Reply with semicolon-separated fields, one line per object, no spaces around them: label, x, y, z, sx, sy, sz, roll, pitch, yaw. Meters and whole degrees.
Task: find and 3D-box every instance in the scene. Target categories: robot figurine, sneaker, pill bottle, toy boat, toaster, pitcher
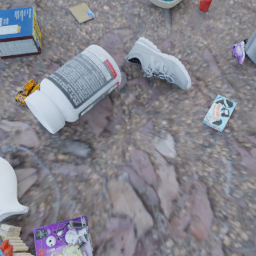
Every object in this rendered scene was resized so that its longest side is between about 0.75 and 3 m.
robot figurine;-3.299;-1.152;9.247;0.697;0.280;0.962;26;66;14
sneaker;1.008;-1.962;9.444;1.055;0.962;2.574;-46;63;-6
pill bottle;-1.647;-1.179;8.550;2.691;1.532;1.532;-42;70;-19
toy boat;2.156;-5.530;10.957;2.599;1.208;2.185;27;66;13
sneaker;3.930;-2.653;9.991;0.417;0.379;0.943;2;62;12
toaster;4.987;-2.800;9.438;1.264;1.437;2.225;-27;66;-14
pitcher;-3.605;1.714;7.378;1.427;1.008;1.663;-23;73;-23

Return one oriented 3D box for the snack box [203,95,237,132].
snack box;2.929;-0.485;8.947;0.652;0.208;1.122;29;66;14

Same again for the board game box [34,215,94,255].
board game box;-1.483;3.481;6.878;1.383;0.372;2.304;-15;64;-3

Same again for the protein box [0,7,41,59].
protein box;-3.958;-3.403;10.000;1.442;0.973;1.431;-8;63;-4

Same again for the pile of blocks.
pile of blocks;-2.760;3.189;6.679;0.864;0.654;2.106;-44;61;-3

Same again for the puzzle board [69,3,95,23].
puzzle board;-1.812;-4.557;11.101;0.701;0.081;0.930;-29;67;-15
